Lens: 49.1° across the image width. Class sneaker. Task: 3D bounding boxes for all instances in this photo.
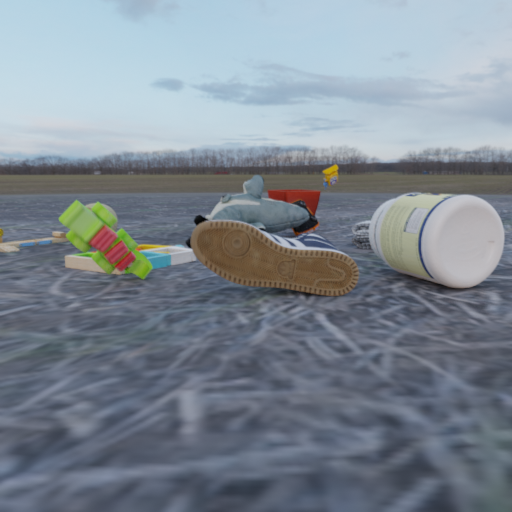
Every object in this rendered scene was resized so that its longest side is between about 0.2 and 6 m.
[{"bbox_3d":[0.240,-0.029,8.256,2.377,0.833,1.290,14,11,-3],"label":"sneaker"}]

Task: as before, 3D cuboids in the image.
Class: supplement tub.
[{"bbox_3d":[2.777,-0.305,8.931,1.376,1.376,1.898,-3,9,-18],"label":"supplement tub"}]

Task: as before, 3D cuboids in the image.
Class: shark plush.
[{"bbox_3d":[-0.253,-0.955,13.600,1.565,1.707,3.756,29,19,28],"label":"shark plush"}]

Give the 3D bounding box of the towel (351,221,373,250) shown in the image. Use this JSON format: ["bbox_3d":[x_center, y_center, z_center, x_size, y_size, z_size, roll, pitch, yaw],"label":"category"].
[{"bbox_3d":[3.051,-0.475,12.865,1.487,0.636,1.231,2,7,27],"label":"towel"}]

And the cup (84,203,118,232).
[{"bbox_3d":[-3.950,-0.857,13.568,0.987,0.987,0.706,1,-9,6],"label":"cup"}]

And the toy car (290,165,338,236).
[{"bbox_3d":[1.770,-1.371,15.591,2.436,0.811,1.195,-40,56,-19],"label":"toy car"}]

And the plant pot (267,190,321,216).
[{"bbox_3d":[1.221,-1.568,18.359,1.324,1.166,1.322,-3,9,-25],"label":"plant pot"}]

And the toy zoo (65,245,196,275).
[{"bbox_3d":[-2.222,0.024,10.687,1.501,0.234,2.287,5,10,34],"label":"toy zoo"}]

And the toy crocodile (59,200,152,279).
[{"bbox_3d":[-2.204,-0.182,8.328,0.626,0.684,2.027,40,-10,27],"label":"toy crocodile"}]

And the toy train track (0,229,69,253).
[{"bbox_3d":[-5.620,-0.432,13.114,1.590,0.451,2.772,6,10,34],"label":"toy train track"}]
